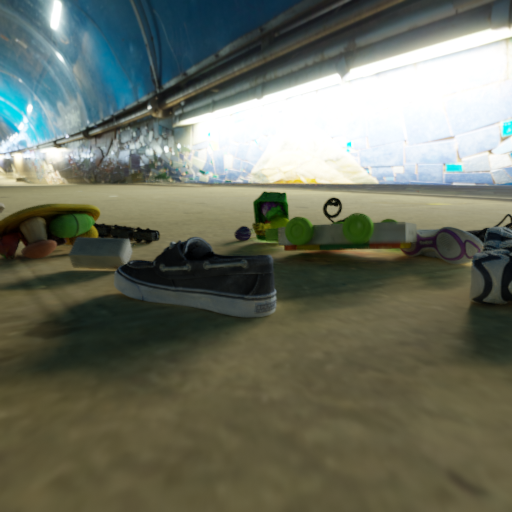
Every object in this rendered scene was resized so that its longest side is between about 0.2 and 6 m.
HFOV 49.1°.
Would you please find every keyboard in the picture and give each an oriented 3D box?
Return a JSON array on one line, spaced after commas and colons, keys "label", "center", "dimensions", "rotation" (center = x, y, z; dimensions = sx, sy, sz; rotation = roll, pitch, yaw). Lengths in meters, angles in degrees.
[{"label": "keyboard", "center": [5.094, -0.600, 12.740], "dimensions": [3.772, 0.747, 1.963], "rotation": [-6, 11, -28]}]

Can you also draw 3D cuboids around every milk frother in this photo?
[{"label": "milk frother", "center": [2.005, -0.824, 12.946], "dimensions": [0.920, 1.020, 0.959], "rotation": [15, 14, 18]}]

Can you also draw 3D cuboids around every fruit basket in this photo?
[{"label": "fruit basket", "center": [0.401, -0.720, 12.665], "dimensions": [0.930, 1.289, 1.289], "rotation": [5, 10, 12]}]

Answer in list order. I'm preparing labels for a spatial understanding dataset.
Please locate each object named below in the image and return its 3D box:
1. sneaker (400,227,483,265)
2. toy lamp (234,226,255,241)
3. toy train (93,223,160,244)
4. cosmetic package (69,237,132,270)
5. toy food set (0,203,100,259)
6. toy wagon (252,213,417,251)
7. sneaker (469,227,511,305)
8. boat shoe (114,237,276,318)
[{"label": "sneaker", "center": [3.682, -0.271, 10.843], "dimensions": [0.910, 0.684, 1.828], "rotation": [-6, 11, -33]}, {"label": "toy lamp", "center": [-0.116, -0.602, 13.745], "dimensions": [0.374, 0.374, 1.285], "rotation": [5, 12, 29]}, {"label": "toy train", "center": [-3.203, -0.564, 13.517], "dimensions": [2.256, 0.385, 0.517], "rotation": [7, 8, 33]}, {"label": "cosmetic package", "center": [-2.720, -0.041, 9.826], "dimensions": [0.953, 0.339, 0.501], "rotation": [3, 43, 6]}, {"label": "toy food set", "center": [-4.168, -0.317, 11.024], "dimensions": [1.590, 0.883, 2.703], "rotation": [-29, -12, 31]}, {"label": "toy wagon", "center": [1.440, -0.412, 10.999], "dimensions": [3.187, 0.631, 2.473], "rotation": [-2, 0, 27]}, {"label": "sneaker", "center": [3.888, 0.146, 7.781], "dimensions": [1.448, 0.888, 2.226], "rotation": [7, 12, 29]}, {"label": "boat shoe", "center": [-0.895, 0.178, 7.518], "dimensions": [2.630, 0.891, 0.943], "rotation": [7, 12, 37]}]
